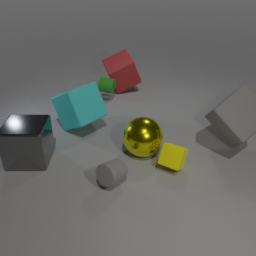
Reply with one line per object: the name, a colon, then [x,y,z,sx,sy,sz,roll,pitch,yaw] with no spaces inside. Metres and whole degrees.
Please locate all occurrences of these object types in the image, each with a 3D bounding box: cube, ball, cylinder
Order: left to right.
cube: [-3.376,0.468,9.424,1.400,1.400,1.400,0,30,-1]
cube: [-1.927,-0.856,11.146,1.400,1.400,1.400,-29,13,-39]
cylinder: [-1.014,-2.057,13.519,0.700,0.700,0.700,13,32,9]
cylinder: [-0.481,1.327,8.373,0.700,0.700,0.700,21,21,32]
cube: [-0.322,-2.944,14.558,1.400,1.400,1.400,-26,47,1]
ball: [0.527,0.312,9.722,1.400,1.400,1.400,0,30,0]
cube: [1.462,0.916,9.081,0.700,0.700,0.700,19,4,23]
cube: [3.736,-0.416,9.542,1.400,1.400,1.400,-40,-7,-2]
